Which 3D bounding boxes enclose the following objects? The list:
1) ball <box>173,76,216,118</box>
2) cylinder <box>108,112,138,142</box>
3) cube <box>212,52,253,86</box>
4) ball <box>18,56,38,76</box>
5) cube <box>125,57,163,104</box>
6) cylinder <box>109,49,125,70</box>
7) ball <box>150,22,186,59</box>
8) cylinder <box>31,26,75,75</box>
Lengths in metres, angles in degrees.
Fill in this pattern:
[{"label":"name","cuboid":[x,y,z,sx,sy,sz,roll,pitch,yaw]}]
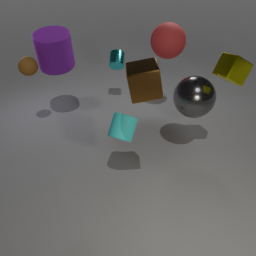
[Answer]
[{"label":"ball","cuboid":[2.212,-1.037,9.335,1.400,1.400,1.400,0,32,0]},{"label":"cylinder","cuboid":[-0.150,-0.022,7.959,0.700,0.700,0.700,16,-1,0]},{"label":"cube","cuboid":[3.099,-1.747,8.322,0.700,0.700,0.700,19,13,-29]},{"label":"ball","cuboid":[-3.629,-2.244,10.172,0.700,0.700,0.700,0,32,0]},{"label":"cube","cuboid":[0.356,-1.051,6.179,0.700,0.700,0.700,-10,36,4]},{"label":"cylinder","cuboid":[-0.510,-3.140,12.910,0.700,0.700,0.700,2,71,2]},{"label":"ball","cuboid":[1.593,-3.458,11.115,1.400,1.400,1.400,0,32,0]},{"label":"cylinder","cuboid":[-2.829,-2.979,10.757,1.400,1.400,1.400,-1,44,1]}]
